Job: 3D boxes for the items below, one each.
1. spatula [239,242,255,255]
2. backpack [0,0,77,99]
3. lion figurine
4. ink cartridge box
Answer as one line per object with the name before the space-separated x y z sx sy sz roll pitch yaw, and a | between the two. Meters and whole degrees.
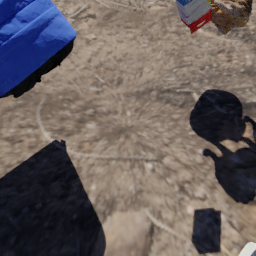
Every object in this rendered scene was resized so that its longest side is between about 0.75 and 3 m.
spatula | 1.563 0.948 2.728 0.160 1.382 1.988 36 83 20
backpack | -2.348 -1.595 5.016 2.048 2.115 2.520 -51 32 -18
lion figurine | 2.486 -3.240 5.958 2.639 0.956 1.616 -46 55 -5
ink cartridge box | 1.166 -2.163 4.946 0.513 0.884 0.297 -35 57 3
